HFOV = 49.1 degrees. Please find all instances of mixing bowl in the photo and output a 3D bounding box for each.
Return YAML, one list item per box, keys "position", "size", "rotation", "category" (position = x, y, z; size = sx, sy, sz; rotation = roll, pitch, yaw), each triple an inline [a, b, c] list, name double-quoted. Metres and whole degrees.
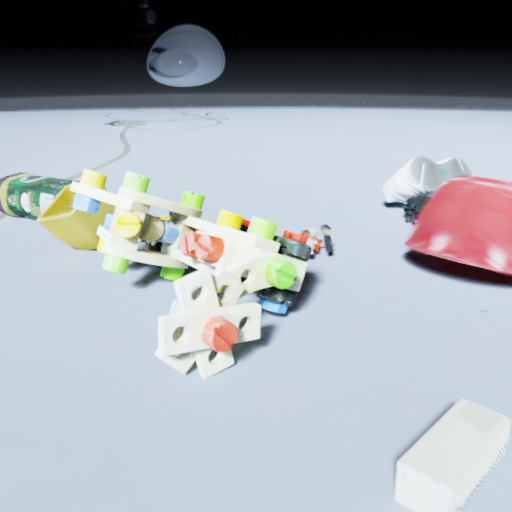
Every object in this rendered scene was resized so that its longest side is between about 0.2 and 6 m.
- position: [3.838, -0.582, 9.289]
  size: [2.491, 1.349, 2.491]
  rotation: [9, 10, -2]
  category: "mixing bowl"

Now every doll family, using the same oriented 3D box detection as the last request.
- position: [-1.535, -0.468, 10.711]
  size: [1.208, 0.820, 2.090]
  rotation: [-3, 25, -20]
  category: "doll family"

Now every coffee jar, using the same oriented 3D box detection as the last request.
- position: [-4.778, -1.279, 12.528]
  size: [2.212, 0.944, 1.154]
  rotation: [12, 25, 29]
  category: "coffee jar"

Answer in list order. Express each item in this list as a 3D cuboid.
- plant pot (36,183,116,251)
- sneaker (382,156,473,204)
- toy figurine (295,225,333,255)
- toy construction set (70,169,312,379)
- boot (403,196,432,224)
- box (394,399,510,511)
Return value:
- position: [-3.199, -0.675, 10.482]
  size: [1.013, 1.043, 1.019]
  rotation: [-7, 41, 33]
  category: "plant pot"
- position: [4.261, -1.742, 13.601]
  size: [3.045, 1.071, 1.220]
  rotation: [1, -19, -38]
  category: "sneaker"
- position: [0.992, -0.280, 10.231]
  size: [0.698, 0.494, 0.709]
  rotation: [-9, 1, -25]
  category: "toy figurine"
- position: [-0.876, -0.029, 7.832]
  size: [2.669, 1.875, 4.071]
  rotation: [16, 17, -36]
  category: "toy construction set"
- position: [4.207, -0.937, 12.125]
  size: [1.769, 0.655, 1.450]
  rotation: [-10, 21, -19]
  category: "boot"
- position: [1.772, 1.801, 5.000]
  size: [0.517, 0.431, 1.260]
  rotation: [19, 28, 41]
  category: "box"
